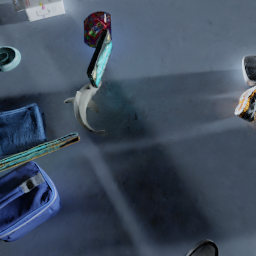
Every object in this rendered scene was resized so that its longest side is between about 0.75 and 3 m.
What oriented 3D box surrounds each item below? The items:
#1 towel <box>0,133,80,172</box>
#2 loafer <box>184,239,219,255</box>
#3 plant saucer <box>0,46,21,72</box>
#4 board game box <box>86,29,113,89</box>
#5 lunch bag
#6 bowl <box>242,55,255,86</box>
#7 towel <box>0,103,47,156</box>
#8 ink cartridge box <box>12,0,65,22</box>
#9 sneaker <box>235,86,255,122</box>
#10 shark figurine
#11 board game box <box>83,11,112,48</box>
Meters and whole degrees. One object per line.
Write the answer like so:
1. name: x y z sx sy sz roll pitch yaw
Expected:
1. towel: -2.616 0.722 6.909 2.917 2.139 0.317 -21 92 -12
2. loafer: 1.351 3.386 6.048 0.816 0.811 2.242 32 65 18
3. plant saucer: -4.327 -2.428 9.700 1.160 0.159 1.160 0 61 1
4. board game box: -0.824 -2.037 8.332 0.208 0.997 1.474 16 78 8
5. lunch bag: -2.684 1.771 6.697 1.902 1.258 1.292 -33 66 -18
6. bowl: 4.325 -1.816 9.194 1.169 0.436 1.168 3 61 1
7. towel: -3.591 0.172 7.986 2.423 0.588 1.353 -13 62 -8
8. ink cartridge box: -3.449 -4.738 10.744 1.760 0.594 1.025 -18 62 -12
9. sneaker: 3.774 -0.751 8.593 0.561 0.568 1.452 40 64 -5
10. shark figurine: -1.311 -0.622 8.293 1.282 0.895 2.146 -10 59 -4
11. board game box: -1.061 -3.339 9.363 1.011 0.249 1.280 -3 84 15
